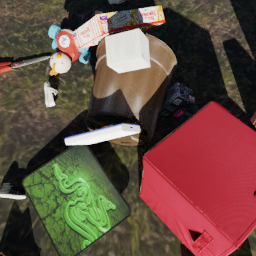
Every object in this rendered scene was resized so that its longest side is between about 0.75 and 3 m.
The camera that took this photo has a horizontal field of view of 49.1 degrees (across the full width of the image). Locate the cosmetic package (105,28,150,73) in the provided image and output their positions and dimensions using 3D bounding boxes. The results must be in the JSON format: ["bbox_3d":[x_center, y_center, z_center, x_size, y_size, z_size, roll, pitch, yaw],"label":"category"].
[{"bbox_3d":[0.006,-1.930,7.130,0.924,0.769,0.773,-6,83,20],"label":"cosmetic package"}]

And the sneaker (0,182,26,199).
[{"bbox_3d":[-3.263,1.763,7.940,0.850,0.301,0.422,5,61,8],"label":"sneaker"}]

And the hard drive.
[{"bbox_3d":[-0.616,0.169,7.077,1.620,1.069,0.206,-14,82,25],"label":"hard drive"}]

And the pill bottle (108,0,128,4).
[{"bbox_3d":[-0.368,-6.195,13.085,1.130,0.634,0.634,-25,60,-16],"label":"pill bottle"}]

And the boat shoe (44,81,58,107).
[{"bbox_3d":[-2.693,-1.227,9.902,0.446,0.386,1.046,-9,59,-6],"label":"boat shoe"}]

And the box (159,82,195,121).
[{"bbox_3d":[1.527,-0.853,9.104,0.730,1.105,0.634,21,52,-24],"label":"box"}]

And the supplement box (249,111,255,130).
[{"bbox_3d":[4.763,0.251,8.363,0.723,1.292,2.375,-17,59,-10],"label":"supplement box"}]

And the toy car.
[{"bbox_3d":[-2.412,-2.662,10.373,1.490,1.430,1.617,26,72,4],"label":"toy car"}]

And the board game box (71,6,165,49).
[{"bbox_3d":[-0.343,-3.351,9.322,2.518,1.907,0.583,-22,102,-30],"label":"board game box"}]

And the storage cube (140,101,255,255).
[{"bbox_3d":[2.013,1.388,6.910,2.847,2.434,2.560,-35,62,-21],"label":"storage cube"}]

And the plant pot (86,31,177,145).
[{"bbox_3d":[-0.023,-1.042,8.615,2.658,2.658,2.631,11,64,7],"label":"plant pot"}]

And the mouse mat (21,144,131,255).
[{"bbox_3d":[-1.490,1.877,7.737,2.192,0.103,2.724,-34,66,-11],"label":"mouse mat"}]

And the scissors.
[{"bbox_3d":[-4.456,-2.322,10.790,2.890,0.201,1.057,-4,54,-4],"label":"scissors"}]

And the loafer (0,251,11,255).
[{"bbox_3d":[-2.769,3.510,6.646,1.426,0.509,0.521,34,62,20],"label":"loafer"}]
